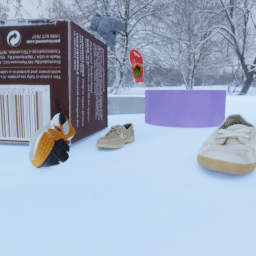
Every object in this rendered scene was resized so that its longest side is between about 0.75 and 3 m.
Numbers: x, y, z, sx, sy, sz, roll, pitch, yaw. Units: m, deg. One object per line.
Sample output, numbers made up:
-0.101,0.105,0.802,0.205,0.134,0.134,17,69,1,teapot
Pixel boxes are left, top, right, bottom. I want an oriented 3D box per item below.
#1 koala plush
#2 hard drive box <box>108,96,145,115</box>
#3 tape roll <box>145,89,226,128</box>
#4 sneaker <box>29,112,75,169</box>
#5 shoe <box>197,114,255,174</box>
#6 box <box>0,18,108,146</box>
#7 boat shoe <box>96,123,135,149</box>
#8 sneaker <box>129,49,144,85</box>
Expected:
-0.718,-2.878,7.891,0.908,0.805,0.834,36,13,25,koala plush
-0.383,-1.075,12.923,2.084,0.800,1.624,-3,9,-23,hard drive box
1.894,-0.740,9.464,2.678,1.138,2.678,1,8,0,tape roll
-1.363,0.313,4.638,0.715,0.588,1.554,-31,16,12,sneaker
1.682,0.183,4.638,0.862,0.658,2.466,4,9,24,shoe
-2.006,-1.047,6.872,2.469,2.444,2.976,1,8,10,box
-0.251,0.143,5.745,0.473,0.428,1.327,3,9,23,boat shoe
0.398,-2.621,11.704,0.606,1.573,0.668,-13,-9,4,sneaker
